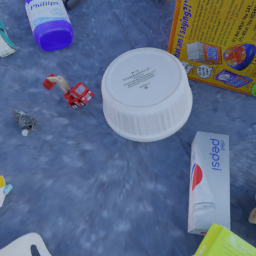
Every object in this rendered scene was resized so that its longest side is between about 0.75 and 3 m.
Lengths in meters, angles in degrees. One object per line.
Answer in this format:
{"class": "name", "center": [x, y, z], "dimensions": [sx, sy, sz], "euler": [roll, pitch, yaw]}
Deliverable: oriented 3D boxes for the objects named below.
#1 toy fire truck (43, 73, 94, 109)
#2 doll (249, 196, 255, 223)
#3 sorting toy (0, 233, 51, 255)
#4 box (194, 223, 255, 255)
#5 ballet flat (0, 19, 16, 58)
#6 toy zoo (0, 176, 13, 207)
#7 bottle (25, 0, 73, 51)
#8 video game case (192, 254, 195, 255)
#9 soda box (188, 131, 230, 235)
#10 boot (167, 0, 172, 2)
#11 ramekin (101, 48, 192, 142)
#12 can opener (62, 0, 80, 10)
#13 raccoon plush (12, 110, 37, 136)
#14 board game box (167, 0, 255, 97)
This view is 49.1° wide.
{"class": "toy fire truck", "center": [-1.535, -0.979, 7.042], "dimensions": [1.055, 1.495, 0.365], "euler": [45, 69, -18]}
{"class": "doll", "center": [3.960, 2.341, 5.660], "dimensions": [2.898, 0.702, 1.978], "euler": [29, 58, 7]}
{"class": "sorting toy", "center": [-2.066, 3.092, 5.154], "dimensions": [2.178, 1.163, 1.960], "euler": [38, 61, 18]}
{"class": "box", "center": [1.580, 3.248, 4.884], "dimensions": [1.592, 0.622, 2.611], "euler": [33, 80, 8]}
{"class": "ballet flat", "center": [-3.963, -2.805, 8.358], "dimensions": [0.641, 0.641, 1.786], "euler": [-28, 66, -13]}
{"class": "toy zoo", "center": [-3.247, 1.529, 6.122], "dimensions": [1.430, 0.146, 0.938], "euler": [-19, 32, -10]}
{"class": "bottle", "center": [-2.515, -3.608, 8.547], "dimensions": [1.140, 0.891, 2.728], "euler": [-16, 64, -12]}
{"class": "video game case", "center": [1.006, 3.374, 5.455], "dimensions": [1.698, 0.151, 1.216], "euler": [-22, 65, -11]}
{"class": "soda box", "center": [1.795, 1.212, 6.233], "dimensions": [0.751, 0.698, 2.200], "euler": [8, 64, 4]}
{"class": "boot", "center": [0.434, -4.817, 9.312], "dimensions": [1.636, 0.804, 2.285], "euler": [-16, 60, -2]}
{"class": "ramekin", "center": [0.417, -0.919, 6.874], "dimensions": [2.353, 1.096, 2.353], "euler": [-5, 60, 8]}
{"class": "can opener", "center": [-1.460, -4.615, 9.313], "dimensions": [0.469, 0.592, 1.781], "euler": [35, 77, 18]}
{"class": "raccoon plush", "center": [-2.620, -0.166, 6.858], "dimensions": [0.597, 0.891, 0.431], "euler": [22, 98, -10]}
{"class": "board game box", "center": [2.845, -3.048, 7.107], "dimensions": [2.947, 2.949, 2.948], "euler": [17, 64, 8]}
